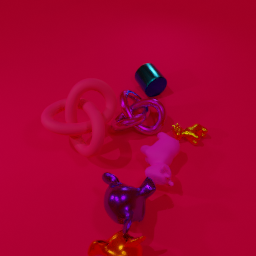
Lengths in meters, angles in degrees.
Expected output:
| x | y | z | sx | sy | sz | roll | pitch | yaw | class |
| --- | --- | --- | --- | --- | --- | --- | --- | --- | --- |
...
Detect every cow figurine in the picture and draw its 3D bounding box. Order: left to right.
| x | y | z | sx | sy | sz | roll | pitch | yaw | class |
| --- | --- | --- | --- | --- | --- | --- | --- | --- | --- |
| 0.934 | 0.820 | 7.277 | 1.402 | 0.770 | 1.380 | -39 | 36 | -17 | cow figurine |
| 1.784 | 0.099 | 8.253 | 0.892 | 0.490 | 0.878 | -37 | 63 | -26 | cow figurine |

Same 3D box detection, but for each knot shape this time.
| x | y | z | sx | sy | sz | roll | pitch | yaw | class |
| --- | --- | --- | --- | --- | --- | --- | --- | --- | --- |
| -1.130 | -0.410 | 7.450 | 2.047 | 0.946 | 1.916 | 39 | 89 | 16 | knot shape |
| 0.385 | -0.418 | 8.476 | 1.587 | 0.783 | 1.695 | 15 | 52 | 12 | knot shape |

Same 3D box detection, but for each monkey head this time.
| x | y | z | sx | sy | sz | roll | pitch | yaw | class |
| --- | --- | --- | --- | --- | --- | --- | --- | --- | --- |
| -0.235 | 2.635 | 5.754 | 1.047 | 1.456 | 0.877 | 15 | 15 | -39 | monkey head |
| 0.013 | 1.572 | 6.351 | 0.974 | 1.163 | 1.617 | 17 | 30 | -37 | monkey head |

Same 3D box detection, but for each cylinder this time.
| x | y | z | sx | sy | sz | roll | pitch | yaw | class |
| --- | --- | --- | --- | --- | --- | --- | --- | --- | --- |
| 0.762 | -1.613 | 9.420 | 0.834 | 0.834 | 0.834 | -20 | 53 | -16 | cylinder |
